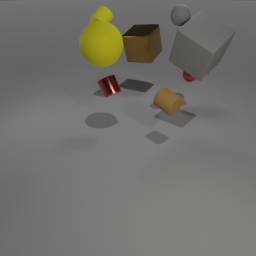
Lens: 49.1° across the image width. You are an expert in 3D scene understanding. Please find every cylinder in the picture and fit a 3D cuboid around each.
[{"bbox_3d":[1.316,-0.868,9.224,0.700,0.700,0.700,-24,51,-37],"label":"cylinder"},{"bbox_3d":[-1.090,-4.471,11.447,0.700,0.700,0.700,17,67,29],"label":"cylinder"},{"bbox_3d":[-0.700,-1.568,10.529,0.700,0.700,0.700,-23,7,3],"label":"cylinder"}]

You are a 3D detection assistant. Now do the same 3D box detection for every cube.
[{"bbox_3d":[2.456,-2.756,9.480,1.400,1.400,1.400,39,63,16],"label":"cube"},{"bbox_3d":[0.731,-4.183,13.866,1.400,1.400,1.400,10,45,29],"label":"cube"}]

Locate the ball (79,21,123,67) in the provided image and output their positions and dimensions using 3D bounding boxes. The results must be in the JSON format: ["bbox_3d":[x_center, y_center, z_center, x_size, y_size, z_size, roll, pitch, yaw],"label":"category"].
[{"bbox_3d":[-0.860,-2.670,8.959,1.400,1.400,1.400,0,28,0],"label":"ball"}]

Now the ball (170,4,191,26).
[{"bbox_3d":[1.808,-3.870,9.626,0.700,0.700,0.700,0,28,0],"label":"ball"}]

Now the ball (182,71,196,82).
[{"bbox_3d":[2.772,-2.379,12.434,0.700,0.700,0.700,0,28,0],"label":"ball"}]
